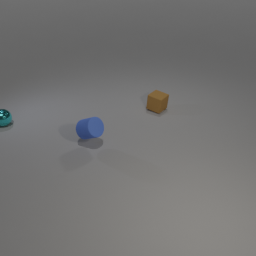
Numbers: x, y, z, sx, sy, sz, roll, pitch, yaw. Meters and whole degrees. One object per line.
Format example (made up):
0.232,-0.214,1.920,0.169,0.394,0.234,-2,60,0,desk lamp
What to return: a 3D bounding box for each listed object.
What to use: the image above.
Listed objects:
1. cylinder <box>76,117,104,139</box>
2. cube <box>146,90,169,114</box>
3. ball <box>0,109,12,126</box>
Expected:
-1.295,0.008,9.527,0.700,0.700,0.700,-9,17,43,cylinder
1.308,-1.171,12.390,0.700,0.700,0.700,25,40,27,cube
-5.022,-0.414,11.218,0.700,0.700,0.700,0,30,0,ball
